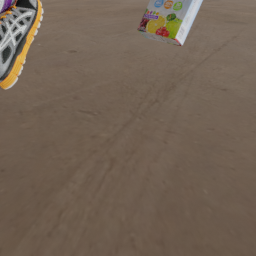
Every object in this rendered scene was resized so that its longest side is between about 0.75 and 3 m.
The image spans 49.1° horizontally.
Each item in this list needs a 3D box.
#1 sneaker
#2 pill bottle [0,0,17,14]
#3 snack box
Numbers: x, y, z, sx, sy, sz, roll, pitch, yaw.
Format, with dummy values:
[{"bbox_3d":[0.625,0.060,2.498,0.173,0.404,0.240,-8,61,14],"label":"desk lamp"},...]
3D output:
[{"bbox_3d":[-3.147,-2.530,7.430,1.115,2.888,1.130,25,-20,-36],"label":"sneaker"},{"bbox_3d":[-3.717,-3.441,7.121,1.202,1.202,2.137,1,31,1],"label":"pill bottle"},{"bbox_3d":[1.414,-3.833,8.788,1.564,2.200,0.583,28,5,35],"label":"snack box"}]
